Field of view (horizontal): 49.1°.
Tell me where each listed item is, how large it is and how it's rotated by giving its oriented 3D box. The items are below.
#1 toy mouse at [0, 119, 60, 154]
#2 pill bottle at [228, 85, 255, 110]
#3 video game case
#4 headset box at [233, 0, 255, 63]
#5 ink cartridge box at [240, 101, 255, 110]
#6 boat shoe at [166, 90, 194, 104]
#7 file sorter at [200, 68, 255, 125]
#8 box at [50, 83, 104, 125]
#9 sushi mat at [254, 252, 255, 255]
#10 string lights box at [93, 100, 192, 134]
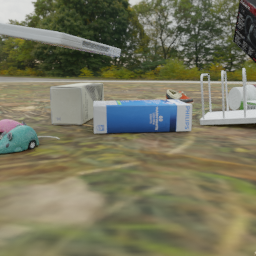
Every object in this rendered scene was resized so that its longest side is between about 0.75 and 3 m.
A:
[{"bbox_3d":[-2.329,0.109,5.545,1.901,0.414,2.139,-3,12,-17],"label":"toy mouse"},{"bbox_3d":[4.609,-1.074,10.068,1.790,0.981,0.981,-3,12,-13],"label":"pill bottle"},{"bbox_3d":[-1.373,-1.784,5.767,1.693,0.213,2.364,15,14,19],"label":"video game case"},{"bbox_3d":[3.712,-2.804,7.703,0.739,1.913,1.424,-29,59,-4],"label":"headset box"},{"bbox_3d":[4.589,-0.637,9.117,1.620,0.480,0.841,-4,12,-18],"label":"ink cartridge box"},{"bbox_3d":[2.315,-1.396,12.733,0.651,0.572,1.829,-3,13,-24],"label":"boat shoe"},{"bbox_3d":[3.182,-0.915,7.636,2.239,1.394,1.554,-3,9,24],"label":"file sorter"},{"bbox_3d":[-1.453,-0.823,8.619,0.898,1.079,2.626,2,13,7],"label":"box"},{"bbox_3d":[1.365,1.077,1.578,0.619,0.078,1.294,-1,11,-9],"label":"sushi mat"},{"bbox_3d":[0.299,-0.327,7.028,2.319,0.684,1.192,-1,11,-6],"label":"string lights box"}]
